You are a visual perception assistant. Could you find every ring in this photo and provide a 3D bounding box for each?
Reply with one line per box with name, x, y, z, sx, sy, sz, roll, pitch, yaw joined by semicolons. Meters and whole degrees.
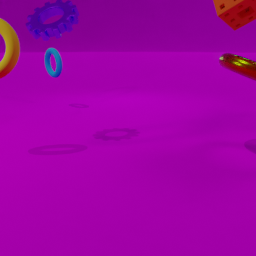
ring;-2.666;-1.514;5.322;1.231;1.231;0.246;1;3;3
ring;2.510;-1.119;5.556;1.462;0.292;1.462;20;17;-7
ring;-2.717;-2.361;10.171;0.212;1.060;1.060;-18;24;-40

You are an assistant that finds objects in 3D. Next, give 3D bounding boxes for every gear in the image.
gear;-1.647;-2.380;6.135;1.147;0.212;1.147;-6;55;9

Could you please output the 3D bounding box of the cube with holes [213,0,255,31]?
cube with holes;2.002;-2.350;4.987;0.724;0.724;0.724;-23;-21;39
